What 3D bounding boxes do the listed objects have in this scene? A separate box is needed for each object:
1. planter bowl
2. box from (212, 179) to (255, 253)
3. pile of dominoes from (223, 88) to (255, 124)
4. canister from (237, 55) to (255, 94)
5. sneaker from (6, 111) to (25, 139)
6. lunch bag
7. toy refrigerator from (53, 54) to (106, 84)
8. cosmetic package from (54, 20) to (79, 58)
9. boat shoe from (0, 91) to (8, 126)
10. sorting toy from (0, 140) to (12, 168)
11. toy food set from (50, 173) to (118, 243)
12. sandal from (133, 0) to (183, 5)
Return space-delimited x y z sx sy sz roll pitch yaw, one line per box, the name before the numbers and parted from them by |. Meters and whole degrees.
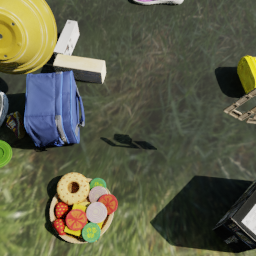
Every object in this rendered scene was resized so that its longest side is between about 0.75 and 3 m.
planter bowl | -3.526 -2.720 8.022 2.809 2.809 1.170 -7 29 -4
box | 3.645 2.273 7.868 2.239 1.834 0.964 -40 69 -20
pile of dominoes | 3.353 -0.695 6.948 1.219 1.564 0.249 23 48 -27
canister | 5.507 -2.088 10.754 2.072 0.897 1.539 -6 62 -5
sneaker | -4.031 -0.038 9.952 0.514 0.428 1.141 -20 57 -2
lunch bag | -2.361 -0.592 9.439 1.712 1.758 2.588 -7 62 -4
toy refrigerator | -1.859 -2.341 10.979 1.893 0.719 0.662 10 62 6
cosmetic package | -2.513 -3.542 11.618 0.458 0.747 1.810 12 63 4
boat shoe | -5.076 -0.272 9.682 1.000 0.925 2.708 7 63 18
sorting toy | -4.670 1.384 9.032 1.264 0.864 2.104 24 51 -5
toy food set | -1.373 2.432 8.540 2.010 0.494 2.031 14 62 7
sandal | 1.413 -6.358 13.193 2.484 0.610 1.011 1 62 1
